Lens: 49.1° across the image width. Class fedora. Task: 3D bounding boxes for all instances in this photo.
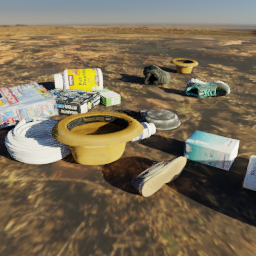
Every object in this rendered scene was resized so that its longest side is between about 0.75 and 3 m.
[{"bbox_3d":[3.720,-4.103,18.718,1.920,0.783,1.920,1,26,-1],"label":"fedora"},{"bbox_3d":[-0.850,0.331,8.034,2.658,1.084,2.658,2,20,-1],"label":"fedora"}]

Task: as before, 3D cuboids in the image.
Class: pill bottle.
[{"bbox_3d":[0.436,0.101,9.291,0.922,0.512,0.512,-13,26,-29],"label":"pill bottle"},{"bbox_3d":[-2.452,-2.278,13.885,2.268,1.239,1.239,-6,24,-13],"label":"pill bottle"}]

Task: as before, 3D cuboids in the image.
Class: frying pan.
[{"bbox_3d":[0.973,-0.550,11.049,1.541,0.415,2.547,-12,29,-27],"label":"frying pan"}]

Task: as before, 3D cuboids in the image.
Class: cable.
[{"bbox_3d":[-2.617,0.372,8.440,2.019,0.699,2.019,7,25,11],"label":"cable"}]

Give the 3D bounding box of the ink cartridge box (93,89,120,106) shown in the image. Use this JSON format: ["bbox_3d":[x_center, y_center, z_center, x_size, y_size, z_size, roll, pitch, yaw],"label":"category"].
[{"bbox_3d":[-1.004,-1.444,12.993,0.727,0.415,1.401,-14,27,-29],"label":"ink cartridge box"}]

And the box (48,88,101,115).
[{"bbox_3d":[-2.654,-1.185,12.214,2.380,0.547,1.892,8,25,18],"label":"box"}]

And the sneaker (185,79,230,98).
[{"bbox_3d":[3.763,-1.773,13.553,2.171,0.842,0.990,11,40,34],"label":"sneaker"}]

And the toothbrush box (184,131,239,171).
[{"bbox_3d":[2.392,0.608,8.045,1.298,0.554,0.950,13,27,28],"label":"toothbrush box"}]

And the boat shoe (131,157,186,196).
[{"bbox_3d":[0.789,1.079,6.927,1.687,0.607,0.547,-27,39,-36],"label":"boat shoe"}]

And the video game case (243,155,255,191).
[{"bbox_3d":[3.885,1.255,6.948,1.744,0.200,1.587,13,25,25],"label":"video game case"}]

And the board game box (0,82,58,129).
[{"bbox_3d":[-4.359,-0.906,10.563,2.542,0.784,2.543,-24,41,-27],"label":"board game box"}]

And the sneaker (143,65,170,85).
[{"bbox_3d":[1.279,-3.097,16.241,1.327,0.886,2.317,-5,28,-28],"label":"sneaker"}]
